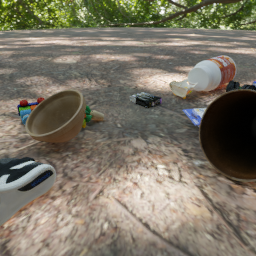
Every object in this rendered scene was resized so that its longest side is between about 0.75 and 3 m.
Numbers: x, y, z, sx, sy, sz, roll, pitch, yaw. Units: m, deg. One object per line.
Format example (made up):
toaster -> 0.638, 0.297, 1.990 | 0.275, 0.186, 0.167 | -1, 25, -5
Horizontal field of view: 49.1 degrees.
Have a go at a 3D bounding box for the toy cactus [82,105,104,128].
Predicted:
toy cactus -> -1.676, -0.504, 11.244 | 1.394, 0.864, 1.689 | 13, 19, -17

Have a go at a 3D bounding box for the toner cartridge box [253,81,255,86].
toner cartridge box -> 7.796, -2.227, 15.116 | 1.816, 0.392, 0.863 | -1, 24, -3

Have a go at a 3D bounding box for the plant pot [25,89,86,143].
plant pot -> -2.300, -0.244, 9.673 | 2.210, 1.020, 2.210 | -16, 43, 16

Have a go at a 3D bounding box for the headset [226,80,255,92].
headset -> 5.438, -1.673, 13.740 | 1.489, 1.133, 2.412 | 21, 17, 32

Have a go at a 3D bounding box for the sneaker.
sneaker -> -3.228, 1.494, 6.649 | 1.538, 1.004, 2.749 | 12, 19, 31

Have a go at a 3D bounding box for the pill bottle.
pill bottle -> 4.519, -2.917, 15.141 | 1.630, 1.630, 2.906 | 21, 32, 37

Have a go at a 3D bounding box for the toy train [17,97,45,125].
toy train -> -3.401, -0.651, 11.390 | 1.943, 0.822, 1.124 | -11, 38, -22

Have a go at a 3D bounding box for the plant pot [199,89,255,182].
plant pot -> 3.830, 0.098, 8.292 | 2.442, 2.442, 2.613 | 22, 20, 39

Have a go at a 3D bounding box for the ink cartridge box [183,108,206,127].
ink cartridge box -> 3.630, -0.263, 10.725 | 2.780, 0.583, 1.659 | 0, 25, -7

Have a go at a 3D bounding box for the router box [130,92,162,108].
router box -> 0.836, -1.355, 13.338 | 0.933, 0.319, 1.251 | -20, 32, -36

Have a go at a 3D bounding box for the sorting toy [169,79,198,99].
sorting toy -> 2.912, -2.092, 14.117 | 1.113, 0.661, 1.237 | -36, 41, -21
